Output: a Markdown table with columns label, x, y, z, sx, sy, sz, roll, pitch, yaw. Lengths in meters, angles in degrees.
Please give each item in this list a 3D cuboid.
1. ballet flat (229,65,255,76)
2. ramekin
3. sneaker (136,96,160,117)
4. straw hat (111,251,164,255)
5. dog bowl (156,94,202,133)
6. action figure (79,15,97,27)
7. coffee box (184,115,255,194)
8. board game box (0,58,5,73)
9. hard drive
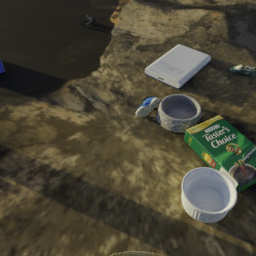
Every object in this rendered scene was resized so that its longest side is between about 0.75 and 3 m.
| label | x | y | z | sx | sy | sz | roll | pitch | yaw |
| --- | --- | --- | --- | --- | --- | --- | --- | --- | --- |
| ballet flat | 3.885 | -1.978 | 9.416 | 0.875 | 0.325 | 0.325 | 12 | 46 | 12 |
| ramekin | 1.651 | 1.425 | 5.873 | 1.107 | 0.540 | 1.107 | 0 | 45 | 0 |
| sneaker | 0.508 | -0.636 | 8.104 | 0.804 | 0.309 | 0.447 | -38 | 30 | -7 |
| straw hat | -0.009 | 3.192 | 3.687 | 2.766 | 1.171 | 2.766 | 3 | 44 | -3 |
| dog bowl | 1.446 | -0.458 | 7.854 | 1.302 | 0.382 | 1.302 | -1 | 45 | 1 |
| action figure | -1.671 | -4.582 | 11.940 | 0.758 | 0.387 | 0.450 | -27 | 40 | -22 |
| coffee box | 2.409 | 0.560 | 6.803 | 1.190 | 0.425 | 1.935 | -21 | 49 | -20 |
| board game box | -4.809 | -2.222 | 9.498 | 0.843 | 0.512 | 1.058 | -26 | 51 | -24 |
| hard drive | 1.738 | -2.165 | 9.617 | 1.359 | 0.261 | 2.061 | 30 | 53 | 26 |
